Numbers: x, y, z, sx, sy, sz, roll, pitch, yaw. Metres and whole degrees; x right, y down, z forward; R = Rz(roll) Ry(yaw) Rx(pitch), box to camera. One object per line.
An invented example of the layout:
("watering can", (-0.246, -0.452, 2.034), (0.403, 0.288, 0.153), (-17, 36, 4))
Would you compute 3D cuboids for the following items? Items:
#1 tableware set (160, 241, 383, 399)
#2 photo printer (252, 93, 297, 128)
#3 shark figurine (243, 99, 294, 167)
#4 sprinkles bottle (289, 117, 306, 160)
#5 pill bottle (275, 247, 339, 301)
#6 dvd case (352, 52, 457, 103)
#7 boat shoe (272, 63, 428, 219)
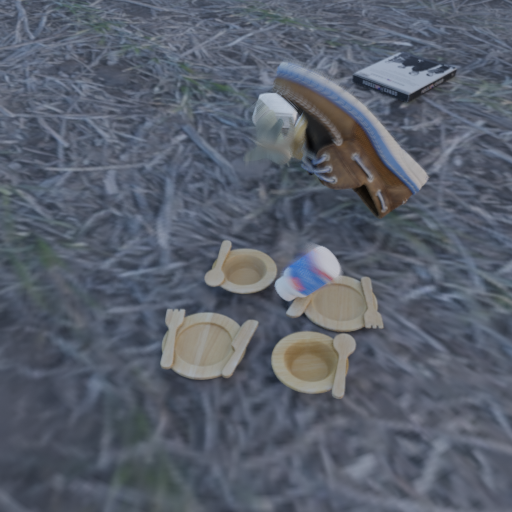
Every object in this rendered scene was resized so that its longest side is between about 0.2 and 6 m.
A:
("tableware set", (0.226, 0.782, 7.150), (2.720, 0.316, 2.272), (11, 41, 13))
("photo printer", (0.419, -3.041, 11.602), (0.873, 0.364, 1.050), (4, 40, 6))
("shark figurine", (0.154, -1.509, 7.933), (0.719, 1.029, 1.723), (-18, 28, 0))
("sprinkles bottle", (1.035, -2.426, 10.068), (0.534, 0.534, 1.566), (15, 57, 17))
("pill bottle", (0.641, 0.261, 7.222), (0.450, 0.801, 0.450), (32, 38, -29))
("dvd case", (3.472, -4.221, 13.079), (1.543, 0.254, 2.053), (33, 51, 32))
("boat shoe", (1.249, -1.469, 7.898), (3.029, 1.096, 1.094), (32, 9, -32))
